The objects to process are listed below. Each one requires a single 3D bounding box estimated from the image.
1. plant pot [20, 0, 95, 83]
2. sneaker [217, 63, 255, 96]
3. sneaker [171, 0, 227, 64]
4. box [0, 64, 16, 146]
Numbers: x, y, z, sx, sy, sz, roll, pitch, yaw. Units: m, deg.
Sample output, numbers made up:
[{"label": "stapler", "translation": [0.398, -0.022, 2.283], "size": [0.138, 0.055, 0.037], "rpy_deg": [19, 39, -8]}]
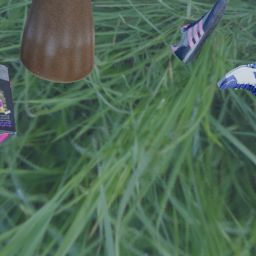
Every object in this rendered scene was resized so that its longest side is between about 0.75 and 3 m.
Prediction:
[{"label": "plant pot", "translation": [-1.115, -1.757, 4.724], "size": [1.355, 1.450, 1.355], "rpy_deg": [10, 50, -12]}, {"label": "sneaker", "translation": [2.184, -0.811, 4.987], "size": [1.016, 0.410, 0.587], "rpy_deg": [-19, 77, -12]}, {"label": "sneaker", "translation": [1.645, -2.390, 6.736], "size": [0.690, 1.683, 0.591], "rpy_deg": [44, 35, 14]}, {"label": "box", "translation": [-2.804, -0.435, 5.342], "size": [0.835, 0.962, 1.574], "rpy_deg": [12, 55, -48]}]
